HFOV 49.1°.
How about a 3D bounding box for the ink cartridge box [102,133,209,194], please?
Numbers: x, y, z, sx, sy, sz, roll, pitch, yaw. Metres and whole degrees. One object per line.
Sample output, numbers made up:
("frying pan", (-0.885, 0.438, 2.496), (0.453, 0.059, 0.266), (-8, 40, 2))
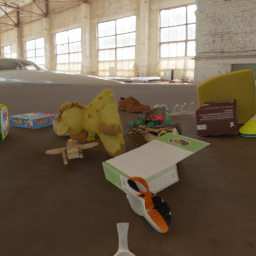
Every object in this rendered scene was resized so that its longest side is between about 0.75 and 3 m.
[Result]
("ink cartridge box", (0.584, 0.705, 5.801), (1.862, 0.446, 1.355), (-21, 20, -27))

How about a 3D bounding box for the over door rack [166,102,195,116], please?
("over door rack", (3.126, -0.926, 14.219), (1.458, 0.658, 1.974), (-12, 17, -42))

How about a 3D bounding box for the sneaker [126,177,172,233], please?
("sneaker", (0.305, 1.248, 4.389), (0.394, 0.479, 1.040), (-11, 39, -27))

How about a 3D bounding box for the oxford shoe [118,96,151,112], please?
("oxford shoe", (0.296, -1.326, 15.734), (2.384, 0.850, 0.850), (13, 16, 42))

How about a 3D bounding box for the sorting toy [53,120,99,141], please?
("sorting toy", (-1.523, 0.137, 9.895), (2.149, 0.386, 2.885), (1, 11, -16))

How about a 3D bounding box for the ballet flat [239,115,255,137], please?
("ballet flat", (5.319, -0.299, 10.286), (2.971, 0.996, 0.993), (-5, 13, -20))

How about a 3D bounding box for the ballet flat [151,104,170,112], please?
("ballet flat", (1.833, -1.175, 16.065), (1.208, 0.385, 0.407), (6, 13, 30))

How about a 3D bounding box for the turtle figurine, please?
("turtle figurine", (0.879, -0.110, 9.499), (1.584, 1.066, 2.116), (-9, 9, -36))

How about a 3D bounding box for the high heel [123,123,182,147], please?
("high heel", (0.536, 0.467, 7.538), (1.766, 0.885, 2.477), (-10, 13, 15))

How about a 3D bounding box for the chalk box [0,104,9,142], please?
("chalk box", (-4.682, -0.148, 9.245), (1.120, 1.115, 1.801), (-3, 12, -14))

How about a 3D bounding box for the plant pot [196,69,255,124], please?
("plant pot", (4.367, -1.392, 12.806), (2.347, 2.294, 2.279), (-4, 11, 14))

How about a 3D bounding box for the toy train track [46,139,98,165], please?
("toy train track", (-1.484, 0.610, 7.621), (1.316, 0.373, 2.294), (-9, 8, -10))

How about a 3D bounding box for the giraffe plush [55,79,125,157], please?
("giraffe plush", (-1.055, -0.171, 7.626), (1.652, 2.038, 1.758), (-11, 12, 1))

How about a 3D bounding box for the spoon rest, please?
("spoon rest", (-0.048, 1.535, 3.435), (0.398, 0.243, 0.800), (-1, 25, -1))

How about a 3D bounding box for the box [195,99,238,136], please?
("box", (3.459, -0.459, 10.726), (1.348, 1.009, 2.692), (-5, 11, 22))

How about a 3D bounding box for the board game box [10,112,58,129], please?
("board game box", (-3.953, -0.337, 11.919), (1.414, 0.404, 1.444), (6, 13, 30))
